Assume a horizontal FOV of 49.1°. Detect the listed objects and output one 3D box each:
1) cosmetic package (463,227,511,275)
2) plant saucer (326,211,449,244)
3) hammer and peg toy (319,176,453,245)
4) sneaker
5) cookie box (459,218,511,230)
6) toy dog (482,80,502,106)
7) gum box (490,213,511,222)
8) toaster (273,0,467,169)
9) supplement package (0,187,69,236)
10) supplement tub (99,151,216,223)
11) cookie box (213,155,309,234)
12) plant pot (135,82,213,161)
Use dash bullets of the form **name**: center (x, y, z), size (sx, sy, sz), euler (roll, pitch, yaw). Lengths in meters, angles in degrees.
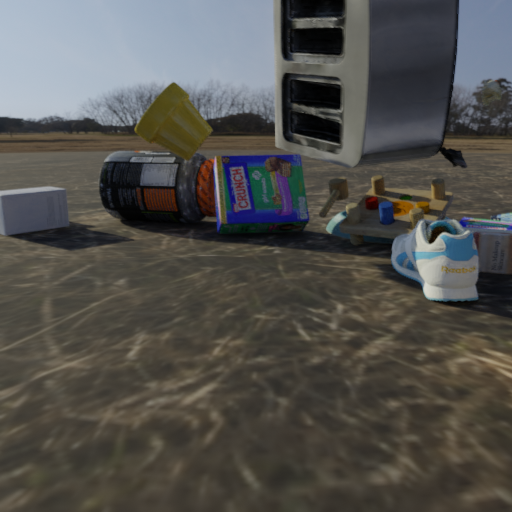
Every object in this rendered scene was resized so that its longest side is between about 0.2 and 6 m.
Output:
- **cosmetic package**: center (3.675, -0.065, 8.423), size (1.201, 0.621, 0.524), euler (4, 14, 20)
- **plant saucer**: center (2.819, -0.684, 11.625), size (2.700, 0.370, 2.700), euler (1, 13, 0)
- **hammer and peg toy**: center (2.265, -0.805, 10.394), size (2.321, 0.819, 1.707), euler (8, 36, 33)
- **sneaker**: center (2.502, -0.086, 7.838), size (0.878, 0.927, 2.294), euler (-2, 12, -3)
- **cookie box**: center (4.060, -0.333, 9.874), size (1.040, 0.457, 1.216), euler (9, 16, 27)
- **toy dog**: center (3.855, -2.725, 9.219), size (0.298, 0.414, 0.427), euler (-34, 12, 46)
- **gum box**: center (5.759, -0.600, 11.271), size (1.295, 0.340, 1.524), euler (-10, 16, -36)
- **toaster**: center (1.719, -3.115, 9.297), size (1.985, 3.025, 3.345), euler (-15, 26, -27)
- **supplement package**: center (-4.786, -0.968, 11.757), size (0.831, 0.841, 1.388), euler (12, 18, 42)
- **supplement tub**: center (-2.038, -1.549, 12.582), size (2.597, 1.591, 1.591), euler (4, 14, 17)
- **cookie box**: center (0.069, -1.254, 11.396), size (1.783, 1.525, 0.670), euler (-3, -18, -9)
- **plant pot**: center (-1.492, -2.469, 10.659), size (1.136, 1.208, 1.208), euler (39, 9, -10)
